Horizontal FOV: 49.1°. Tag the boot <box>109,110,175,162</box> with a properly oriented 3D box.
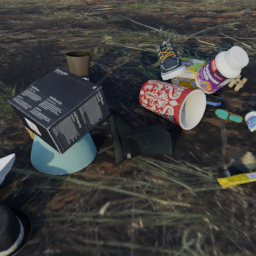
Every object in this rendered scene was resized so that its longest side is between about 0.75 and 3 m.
[{"bbox_3d":[0.447,0.151,10.335,2.146,0.975,2.554,-8,40,-6],"label":"boot"}]

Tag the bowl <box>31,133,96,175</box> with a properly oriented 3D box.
[{"bbox_3d":[-2.306,0.422,9.752,2.312,1.210,2.312,-1,33,1],"label":"bowl"}]

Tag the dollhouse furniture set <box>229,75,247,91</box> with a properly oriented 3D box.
[{"bbox_3d":[5.587,-2.447,15.001,1.105,0.719,1.015,38,45,15],"label":"dollhouse furniture set"}]

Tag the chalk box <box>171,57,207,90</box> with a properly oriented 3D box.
[{"bbox_3d":[3.208,-2.760,14.528,1.410,1.403,2.266,12,36,18],"label":"chalk box"}]

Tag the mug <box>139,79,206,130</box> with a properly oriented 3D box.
[{"bbox_3d":[1.916,-0.998,12.078,2.482,2.203,1.656,28,80,42],"label":"mug"}]

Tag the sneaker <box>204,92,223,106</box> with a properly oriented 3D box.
[{"bbox_3d":[3.627,-1.514,13.302,1.672,0.651,0.586,8,34,12],"label":"sneaker"}]

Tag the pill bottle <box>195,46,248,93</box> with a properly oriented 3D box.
[{"bbox_3d":[3.599,-2.238,10.820,1.108,1.988,1.108,9,67,-21],"label":"pill bottle"}]

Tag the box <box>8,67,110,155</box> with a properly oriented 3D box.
[{"bbox_3d":[-2.140,-0.642,8.837,2.277,1.185,2.073,29,60,35],"label":"box"}]

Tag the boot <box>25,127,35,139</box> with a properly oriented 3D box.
[{"bbox_3d":[-2.849,-0.554,11.471,2.765,0.973,1.979,-17,38,-16],"label":"boot"}]

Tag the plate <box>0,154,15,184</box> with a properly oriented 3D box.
[{"bbox_3d":[-4.435,1.891,7.311,2.667,0.432,2.673,-22,23,13],"label":"plate"}]

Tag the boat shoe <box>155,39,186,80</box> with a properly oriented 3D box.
[{"bbox_3d":[1.713,-3.008,12.139,1.029,1.320,2.908,-22,19,10],"label":"boat shoe"}]

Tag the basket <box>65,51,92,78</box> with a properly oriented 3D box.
[{"bbox_3d":[-2.623,-3.291,15.264,1.394,1.547,1.052,0,33,2],"label":"basket"}]

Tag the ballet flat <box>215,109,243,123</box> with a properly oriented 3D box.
[{"bbox_3d":[4.363,-0.534,12.077,1.173,0.398,0.424,19,17,26],"label":"ballet flat"}]

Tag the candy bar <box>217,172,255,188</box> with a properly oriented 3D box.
[{"bbox_3d":[3.613,1.613,8.832,1.563,0.173,0.390,-7,37,-12],"label":"candy bar"}]

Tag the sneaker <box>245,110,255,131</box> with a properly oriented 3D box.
[{"bbox_3d":[5.778,-0.103,11.149,2.123,0.804,0.818,5,52,11],"label":"sneaker"}]

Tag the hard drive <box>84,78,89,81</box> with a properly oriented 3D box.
[{"bbox_3d":[-3.269,-2.270,14.172,2.171,0.275,1.433,9,34,14],"label":"hard drive"}]

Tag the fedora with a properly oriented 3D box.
[{"bbox_3d":[-3.345,2.401,6.951,1.876,0.857,1.876,0,32,0],"label":"fedora"}]
